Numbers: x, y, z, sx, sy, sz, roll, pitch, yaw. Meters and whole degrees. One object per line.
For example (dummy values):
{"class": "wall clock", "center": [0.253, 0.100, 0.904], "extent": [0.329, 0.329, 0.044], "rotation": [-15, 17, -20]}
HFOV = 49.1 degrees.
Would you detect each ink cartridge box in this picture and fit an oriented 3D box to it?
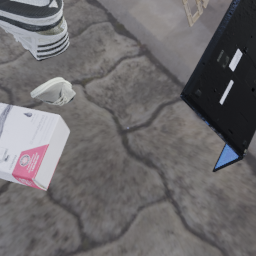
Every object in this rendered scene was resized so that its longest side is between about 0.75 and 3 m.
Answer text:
{"class": "ink cartridge box", "center": [-2.526, 0.335, 6.061], "extent": [2.037, 0.843, 1.492], "rotation": [11, 66, 11]}

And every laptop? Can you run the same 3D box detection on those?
{"class": "laptop", "center": [2.019, -0.746, 5.662], "extent": [1.479, 2.864, 2.538], "rotation": [4, 60, 57]}

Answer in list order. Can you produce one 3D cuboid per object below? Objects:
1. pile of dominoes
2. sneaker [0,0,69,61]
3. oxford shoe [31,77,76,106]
{"class": "pile of dominoes", "center": [1.439, -3.097, 6.321], "extent": [0.198, 1.242, 0.968], "rotation": [22, 65, 41]}
{"class": "sneaker", "center": [-2.489, -2.125, 5.700], "extent": [2.819, 1.622, 1.064], "rotation": [20, 64, 11]}
{"class": "oxford shoe", "center": [-1.200, -0.578, 4.750], "extent": [0.511, 1.359, 0.393], "rotation": [-26, 93, 7]}
